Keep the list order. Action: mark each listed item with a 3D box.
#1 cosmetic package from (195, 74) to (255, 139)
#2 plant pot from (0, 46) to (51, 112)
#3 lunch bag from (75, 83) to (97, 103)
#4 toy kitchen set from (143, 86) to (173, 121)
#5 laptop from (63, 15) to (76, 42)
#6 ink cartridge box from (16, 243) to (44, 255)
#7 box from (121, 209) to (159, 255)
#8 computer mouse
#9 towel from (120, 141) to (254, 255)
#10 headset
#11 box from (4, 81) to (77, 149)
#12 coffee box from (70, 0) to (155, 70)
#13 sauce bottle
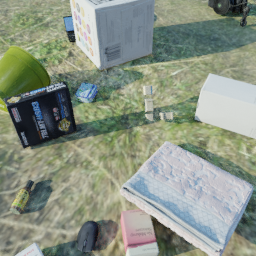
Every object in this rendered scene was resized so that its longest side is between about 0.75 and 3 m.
[{"bbox_3d":[3.552,-0.649,8.944,2.495,1.342,1.058,22,50,18],"label":"cosmetic package"},{"bbox_3d":[-3.962,-1.549,9.668,1.830,1.830,1.762,25,63,22],"label":"plant pot"},{"bbox_3d":[-1.502,-1.299,10.259,0.648,0.332,0.806,15,49,10],"label":"lunch bag"},{"bbox_3d":[0.989,-0.825,9.116,0.894,1.116,0.657,-4,7,-1],"label":"toy kitchen set"},{"bbox_3d":[-2.362,-4.767,13.302,1.168,0.680,1.318,-13,48,-12],"label":"laptop"},{"bbox_3d":[-2.041,3.156,5.933,0.794,0.462,1.090,-29,51,-25],"label":"ink cartridge box"},{"bbox_3d":[0.244,2.486,6.461,0.680,0.580,1.064,-4,46,-10],"label":"box"},{"bbox_3d":[-1.034,2.857,6.343,0.483,0.281,1.649,7,47,5],"label":"computer mouse"},{"bbox_3d":[1.556,1.537,7.110,2.717,0.438,2.595,29,38,22],"label":"towel"},{"bbox_3d":[5.424,-6.318,14.761,1.842,1.401,2.982,-9,32,-11],"label":"headset"},{"bbox_3d":[-2.506,-0.354,8.306,1.749,1.762,0.438,-21,47,-21],"label":"box"},{"bbox_3d":[-0.677,-4.403,11.635,2.564,2.560,2.536,-23,51,-20],"label":"coffee box"},{"bbox_3d":[-2.753,1.785,7.354,0.298,0.298,0.922,8,47,7],"label":"sauce bottle"}]
